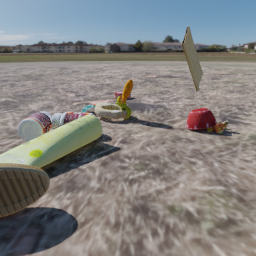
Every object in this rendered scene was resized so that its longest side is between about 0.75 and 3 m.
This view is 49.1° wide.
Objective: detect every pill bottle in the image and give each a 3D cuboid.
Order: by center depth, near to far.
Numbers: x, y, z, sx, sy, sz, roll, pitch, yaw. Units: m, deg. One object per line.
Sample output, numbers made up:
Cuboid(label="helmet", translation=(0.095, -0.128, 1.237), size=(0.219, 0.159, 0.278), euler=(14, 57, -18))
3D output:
Cuboid(label="pill bottle", translation=(-2.695, -0.072, 8.339), size=(0.705, 0.705, 1.235), euler=(1, 17, 3))
Cuboid(label="pill bottle", translation=(-1.672, -0.151, 8.659), size=(1.225, 0.671, 0.671), euler=(3, 17, 12))

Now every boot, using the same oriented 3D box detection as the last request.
Cuboid(label="boot", translation=(-2.769, 0.776, 5.094), size=(2.525, 0.914, 2.101), euler=(-8, 20, -16))

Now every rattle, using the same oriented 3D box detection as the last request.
Cuboid(label="rattle", translation=(-0.870, -1.138, 10.691), size=(2.129, 1.521, 1.386), euler=(22, 41, 40))

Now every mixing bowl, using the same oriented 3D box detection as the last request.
Cuboid(label="mixing bowl", translation=(2.383, -0.342, 9.183), size=(1.027, 0.556, 1.027), euler=(-9, 10, 2))

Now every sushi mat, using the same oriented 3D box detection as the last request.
Cuboid(label="sushi mat", translation=(1.788, -1.848, 7.653), size=(0.103, 1.703, 0.815), euler=(-1, 52, 29))

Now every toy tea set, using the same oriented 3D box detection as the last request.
Cuboid(label="toy tea set", translation=(2.974, 0.008, 8.971), size=(0.867, 0.321, 0.516), euler=(-15, -7, -34))

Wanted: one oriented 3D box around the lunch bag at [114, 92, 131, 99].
Cuboid(label="lunch bag", translation=(-0.307, -1.718, 14.581), size=(0.717, 0.334, 0.814), euler=(9, 17, 41))

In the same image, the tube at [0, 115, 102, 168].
Cuboid(label="tube", translation=(-1.775, 0.394, 6.883), size=(0.839, 0.751, 2.892), euler=(-36, -4, 40))
